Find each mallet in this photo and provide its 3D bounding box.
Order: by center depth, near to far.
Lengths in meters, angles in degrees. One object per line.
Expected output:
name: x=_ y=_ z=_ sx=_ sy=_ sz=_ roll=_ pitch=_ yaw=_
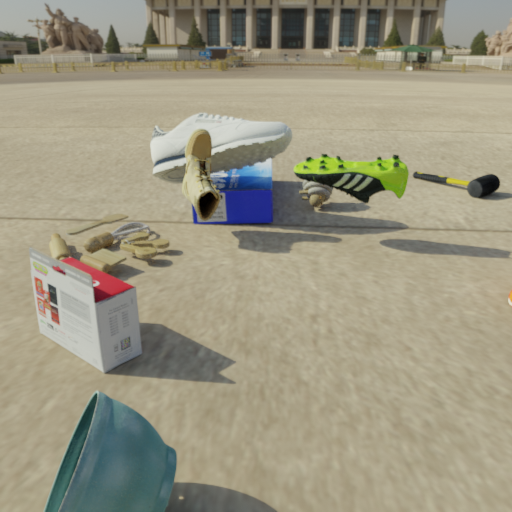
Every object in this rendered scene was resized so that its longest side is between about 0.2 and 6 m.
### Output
mallet: x=5.516 y=-2.113 z=16.015 sx=0.873 sy=0.545 sz=2.650 roll=-24 pitch=27 yaw=-37

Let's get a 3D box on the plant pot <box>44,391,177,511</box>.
plant pot: x=-1.278 y=2.023 z=5.085 sx=0.907 sy=1.353 sz=1.353 roll=23 pitch=18 yaw=-15

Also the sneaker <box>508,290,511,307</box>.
sneaker: x=4.843 y=0.373 z=9.436 sx=0.804 sy=0.850 sz=2.204 roll=18 pitch=30 yaw=34

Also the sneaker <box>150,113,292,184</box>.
sneaker: x=-0.885 y=-2.737 z=13.023 sx=3.447 sy=1.387 sz=1.317 roll=-9 pitch=-16 yaw=12

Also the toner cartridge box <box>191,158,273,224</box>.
toner cartridge box: x=-0.517 y=-1.909 z=14.850 sx=1.928 sy=0.876 sz=4.060 roll=0 pitch=23 yaw=1

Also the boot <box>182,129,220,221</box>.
boot: x=-1.112 y=-1.697 z=11.725 sx=0.601 sy=1.651 sz=1.283 roll=2 pitch=31 yaw=-25

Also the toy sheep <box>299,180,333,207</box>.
toy sheep: x=1.570 y=-1.813 z=14.306 sx=0.862 sy=0.862 sz=1.250 roll=7 pitch=68 yaw=3

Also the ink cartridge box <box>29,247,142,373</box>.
ink cartridge box: x=-2.450 y=0.630 z=7.985 sx=1.657 sy=1.455 sz=0.695 roll=19 pitch=29 yaw=37

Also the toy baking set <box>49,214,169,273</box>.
toy baking set: x=-3.120 y=-0.240 z=11.641 sx=2.290 sy=0.347 sz=2.984 roll=-9 pitch=24 yaw=-27

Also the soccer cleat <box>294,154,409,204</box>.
soccer cleat: x=1.922 y=-1.556 z=11.516 sx=2.335 sy=0.946 sz=0.788 roll=4 pitch=37 yaw=16
